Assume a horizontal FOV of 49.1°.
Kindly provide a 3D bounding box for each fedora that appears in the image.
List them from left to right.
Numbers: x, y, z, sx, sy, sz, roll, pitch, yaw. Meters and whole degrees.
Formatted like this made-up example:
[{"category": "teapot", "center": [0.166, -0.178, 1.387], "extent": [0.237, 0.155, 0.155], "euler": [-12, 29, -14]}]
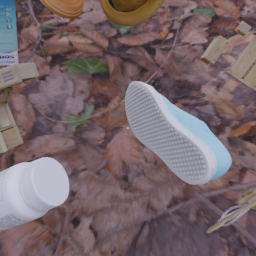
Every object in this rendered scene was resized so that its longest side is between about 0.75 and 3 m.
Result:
[{"category": "fedora", "center": [0.215, -3.721, 7.533], "extent": [2.049, 0.836, 2.049], "euler": [4, 101, 22]}]

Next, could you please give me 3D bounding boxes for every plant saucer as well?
[{"category": "plant saucer", "center": [-1.910, -3.949, 7.886], "extent": [0.323, 1.727, 1.727], "euler": [-21, 59, 41]}]

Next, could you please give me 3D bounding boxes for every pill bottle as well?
[{"category": "pill bottle", "center": [-2.148, 1.301, 5.381], "extent": [1.918, 1.087, 1.087], "euler": [-24, 61, 24]}]

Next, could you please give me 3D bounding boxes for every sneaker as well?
[{"category": "sneaker", "center": [0.997, 0.029, 6.082], "extent": [1.200, 1.083, 2.930], "euler": [-1, 43, -40]}]

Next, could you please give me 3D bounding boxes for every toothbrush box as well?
[{"category": "toothbrush box", "center": [-3.330, -2.435, 6.349], "extent": [1.464, 2.000, 0.853], "euler": [-8, 51, -23]}]

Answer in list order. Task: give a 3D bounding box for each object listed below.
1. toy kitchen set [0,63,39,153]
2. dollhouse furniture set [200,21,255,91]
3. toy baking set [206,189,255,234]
[{"category": "toy kitchen set", "center": [-2.537, -0.294, 5.565], "extent": [1.426, 1.290, 1.581], "euler": [-13, 101, 24]}, {"category": "dollhouse furniture set", "center": [3.288, -1.681, 7.317], "extent": [2.392, 1.059, 1.240], "euler": [33, 106, -1]}, {"category": "toy baking set", "center": [2.341, 1.250, 4.958], "extent": [2.067, 1.586, 0.241], "euler": [-27, 71, -32]}]
